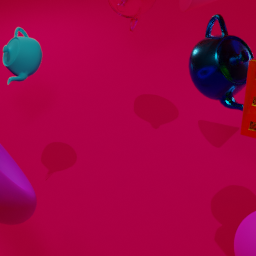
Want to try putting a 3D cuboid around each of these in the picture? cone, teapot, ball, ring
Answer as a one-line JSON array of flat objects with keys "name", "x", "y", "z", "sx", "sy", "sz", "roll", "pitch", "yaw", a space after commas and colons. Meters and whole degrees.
[{"name": "cone", "x": 1.728, "y": -2.942, "z": 6.096, "sx": 0.932, "sy": 0.929, "sz": 0.929, "roll": 4, "pitch": 44, "yaw": -13}, {"name": "teapot", "x": -2.223, "y": -1.448, "z": 5.751, "sx": 0.863, "sy": 0.679, "sz": 1.387, "roll": -16, "pitch": 68, "yaw": 35}, {"name": "ball", "x": 1.374, "y": 1.124, "z": 2.543, "sx": 0.770, "sy": 0.770, "sz": 0.770, "roll": 0, "pitch": 45, "yaw": 0}, {"name": "ring", "x": -1.793, "y": 0.283, "z": 3.244, "sx": 0.402, "sy": 2.012, "sz": 2.012, "roll": -40, "pitch": 56, "yaw": -15}, {"name": "teapot", "x": 1.604, "y": -0.975, "z": 4.593, "sx": 1.103, "sy": 0.869, "sz": 1.774, "roll": -13, "pitch": 89, "yaw": -26}, {"name": "teapot", "x": 0.034, "y": -3.180, "z": 6.823, "sx": 1.261, "sy": 2.028, "sz": 0.993, "roll": 16, "pitch": 65, "yaw": 20}]

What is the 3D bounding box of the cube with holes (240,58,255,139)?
[{"name": "cube with holes", "x": 2.034, "y": -0.359, "z": 3.314, "sx": 0.922, "sy": 0.922, "sz": 0.922, "roll": -21, "pitch": 28, "yaw": -39}]
